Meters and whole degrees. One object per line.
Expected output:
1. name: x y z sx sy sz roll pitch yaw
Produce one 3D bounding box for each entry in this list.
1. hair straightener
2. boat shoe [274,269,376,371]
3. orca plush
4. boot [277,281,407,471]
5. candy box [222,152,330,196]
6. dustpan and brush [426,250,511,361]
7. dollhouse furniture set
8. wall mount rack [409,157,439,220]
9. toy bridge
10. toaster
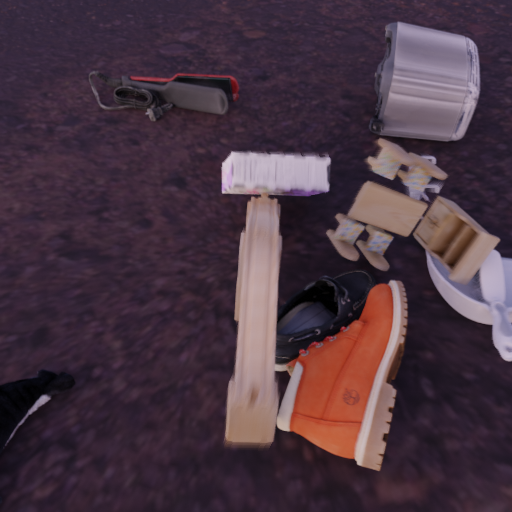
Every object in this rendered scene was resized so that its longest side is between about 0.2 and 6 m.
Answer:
1. hair straightener: -2.411 -3.913 13.411 3.806 0.779 1.464 13 46 13
2. boat shoe: 1.025 0.762 8.680 2.493 0.827 0.932 -28 48 -27
3. orca plush: -3.668 2.348 6.910 3.092 1.099 1.627 -33 54 -29
4. boot: 1.297 1.383 7.959 1.577 1.103 2.941 11 46 18
5. candy box: 0.307 -1.467 10.301 1.746 0.625 1.465 1 2 -9
6. dustpan and brush: 3.713 0.670 8.779 1.977 0.811 2.833 8 45 9
7. dollhouse furniture set: 2.563 -0.518 9.071 2.098 1.839 1.394 16 27 -24
8. wall mount rack: 3.081 -1.160 10.369 0.484 1.129 1.299 3 53 6
9. toy bridge: 0.037 0.306 8.238 0.630 1.556 4.628 4 38 0
10. toaster: 3.743 -3.817 12.587 2.065 1.817 3.198 10 50 7
